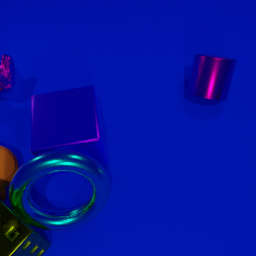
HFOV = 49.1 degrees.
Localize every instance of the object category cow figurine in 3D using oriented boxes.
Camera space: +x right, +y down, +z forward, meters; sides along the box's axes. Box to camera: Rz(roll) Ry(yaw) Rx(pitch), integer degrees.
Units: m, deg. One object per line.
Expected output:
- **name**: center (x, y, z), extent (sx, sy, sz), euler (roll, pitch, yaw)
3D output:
- **cow figurine**: center (-3.290, -1.057, 6.686), extent (1.631, 1.605, 0.895), euler (22, 38, 26)

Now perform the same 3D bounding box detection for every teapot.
- **teapot**: center (-2.965, 0.848, 6.123), extent (0.975, 0.768, 1.569), euler (-16, 79, -43)

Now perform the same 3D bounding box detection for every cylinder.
- **cylinder**: center (2.106, -1.301, 7.098), extent (1.021, 1.021, 1.021), euler (7, 19, -2)

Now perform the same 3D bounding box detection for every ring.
- **ring**: center (-1.265, 1.237, 5.356), extent (1.894, 1.894, 0.379), euler (-12, 32, -7)

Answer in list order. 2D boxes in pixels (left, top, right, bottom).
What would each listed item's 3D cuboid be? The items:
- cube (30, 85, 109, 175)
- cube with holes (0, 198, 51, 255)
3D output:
- **cube**: center (-1.242, 0.087, 6.193), extent (1.366, 1.366, 1.366), euler (-10, 61, -1)
- **cube with holes**: center (-2.489, 2.123, 5.031), extent (1.349, 1.349, 1.349), euler (34, 64, 19)
